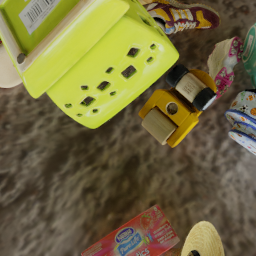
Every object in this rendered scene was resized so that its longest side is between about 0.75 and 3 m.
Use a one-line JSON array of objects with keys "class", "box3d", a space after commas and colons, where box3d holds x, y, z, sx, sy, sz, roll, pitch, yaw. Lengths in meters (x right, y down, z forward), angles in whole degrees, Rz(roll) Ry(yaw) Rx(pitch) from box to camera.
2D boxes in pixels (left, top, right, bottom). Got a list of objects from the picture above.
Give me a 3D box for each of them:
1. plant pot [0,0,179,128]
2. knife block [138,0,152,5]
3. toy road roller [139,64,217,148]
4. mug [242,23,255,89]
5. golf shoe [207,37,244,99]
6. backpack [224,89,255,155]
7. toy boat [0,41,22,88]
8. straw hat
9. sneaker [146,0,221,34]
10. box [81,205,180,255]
[{"class": "plant pot", "box3d": [-0.998, -1.944, 5.839, 2.731, 2.479, 2.718, -39, 65, 15]}, {"class": "knife block", "box3d": [-0.227, -4.974, 8.898, 2.714, 2.383, 0.868, -15, 69, -6]}, {"class": "toy road roller", "box3d": [1.512, -0.625, 7.817, 1.323, 1.571, 2.153, 45, 113, 17]}, {"class": "mug", "box3d": [4.128, -2.129, 7.985, 1.403, 1.865, 2.269, 11, 67, 5]}, {"class": "golf shoe", "box3d": [2.785, -1.803, 8.562, 0.912, 0.750, 1.992, 19, 81, 53]}, {"class": "backpack", "box3d": [3.427, -0.109, 7.313, 1.796, 1.886, 1.453, 43, 86, 20]}, {"class": "toy boat", "box3d": [-3.513, -2.146, 8.521, 1.950, 1.272, 1.275, -36, 42, -14]}, {"class": "straw hat", "box3d": [1.235, 3.253, 6.131, 1.013, 2.393, 2.393, -11, 60, 40]}, {"class": "sneaker", "box3d": [1.735, -3.474, 9.161, 2.416, 0.906, 1.089, 20, 76, 15]}, {"class": "box", "box3d": [0.071, 2.722, 6.428, 2.009, 1.002, 0.959, -30, 70, -11]}]
